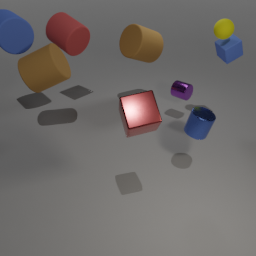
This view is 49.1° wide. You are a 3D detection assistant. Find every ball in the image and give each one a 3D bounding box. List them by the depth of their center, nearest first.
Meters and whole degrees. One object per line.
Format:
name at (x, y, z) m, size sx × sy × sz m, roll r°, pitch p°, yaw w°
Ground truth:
ball at (3.405, -3.510, 9.944) m, size 0.700 × 0.700 × 0.700 m, roll 0°, pitch 29°, yaw 0°

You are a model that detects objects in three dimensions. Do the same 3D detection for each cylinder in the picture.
cylinder at (2.040, -0.140, 7.989) m, size 0.700 × 0.700 × 0.700 m, roll 11°, pitch 36°, yaw -8°
cylinder at (-3.070, -2.210, 10.388) m, size 1.400 × 1.400 × 1.400 m, roll -22°, pitch 27°, yaw 12°
cylinder at (-4.631, -3.781, 10.997) m, size 1.400 × 1.400 × 1.400 m, roll -21°, pitch 42°, yaw -33°
cylinder at (2.272, -1.589, 11.813) m, size 0.700 × 0.700 × 0.700 m, roll 26°, pitch 38°, yaw 35°
cylinder at (0.584, -3.643, 12.171) m, size 1.400 × 1.400 × 1.400 m, roll 0°, pitch 22°, yaw -45°
cylinder at (-2.628, -4.116, 12.297) m, size 1.400 × 1.400 × 1.400 m, roll 39°, pitch 44°, yaw 20°

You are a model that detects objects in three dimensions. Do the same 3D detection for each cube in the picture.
cube at (0.231, -0.280, 5.833) m, size 0.700 × 0.700 × 0.700 m, roll -14°, pitch 76°, yaw -7°
cube at (3.761, -2.968, 10.435) m, size 0.700 × 0.700 × 0.700 m, roll -30°, pitch 48°, yaw 4°
